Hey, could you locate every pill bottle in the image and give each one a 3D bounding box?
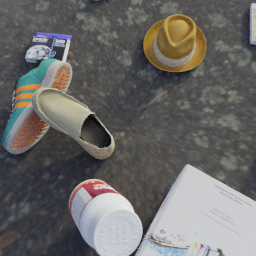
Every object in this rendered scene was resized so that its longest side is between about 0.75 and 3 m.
[{"bbox_3d":[-0.547,1.896,6.086,1.165,2.127,1.165,-1,93,-22],"label":"pill bottle"}]

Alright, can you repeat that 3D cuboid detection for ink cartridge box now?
[{"bbox_3d":[1.338,2.676,5.886,2.046,2.082,2.829,29,71,11],"label":"ink cartridge box"},{"bbox_3d":[-2.578,-2.671,9.167,1.240,0.272,1.252,5,66,3],"label":"ink cartridge box"}]

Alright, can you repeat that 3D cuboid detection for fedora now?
[{"bbox_3d":[1.539,-2.854,8.898,2.222,0.906,2.222,0,68,0],"label":"fedora"}]

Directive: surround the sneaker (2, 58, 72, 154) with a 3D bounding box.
[{"bbox_3d":[-2.768,-0.703,7.999,1.191,1.064,2.980,18,70,25],"label":"sneaker"}]

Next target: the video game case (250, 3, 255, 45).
[{"bbox_3d":[4.974,-3.480,9.545,1.565,0.197,1.720,9,67,4],"label":"video game case"}]

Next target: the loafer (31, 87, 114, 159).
[{"bbox_3d":[-1.323,-0.210,7.344,2.613,0.892,0.989,38,64,-10],"label":"loafer"}]
